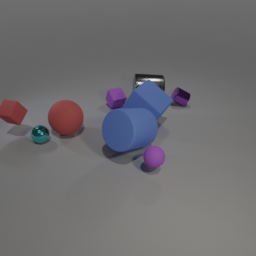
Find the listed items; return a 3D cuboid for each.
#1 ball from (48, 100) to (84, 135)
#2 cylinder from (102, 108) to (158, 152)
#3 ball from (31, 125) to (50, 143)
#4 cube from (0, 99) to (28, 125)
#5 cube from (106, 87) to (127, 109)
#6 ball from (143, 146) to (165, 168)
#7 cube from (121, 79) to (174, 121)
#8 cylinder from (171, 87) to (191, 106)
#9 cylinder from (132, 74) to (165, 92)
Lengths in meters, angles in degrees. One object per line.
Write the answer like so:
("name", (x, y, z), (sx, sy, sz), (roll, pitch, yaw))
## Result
("ball", (-2.479, -0.427, 11.182), (1.400, 1.400, 1.400), (0, 30, 0))
("cylinder", (0.073, 0.031, 9.550), (1.400, 1.400, 1.400), (23, 18, 33))
("ball", (-3.405, 0.237, 10.852), (0.700, 0.700, 0.700), (0, 30, 0))
("cube", (-4.450, -0.607, 10.755), (0.700, 0.700, 0.700), (9, 66, 23))
("cube", (-0.582, -1.435, 13.468), (0.700, 0.700, 0.700), (-16, 63, -25))
("ball", (0.838, 0.919, 8.951), (0.700, 0.700, 0.700), (0, 30, 0))
("cube", (0.754, -0.892, 11.596), (1.400, 1.400, 1.400), (41, 41, 5))
("cylinder", (2.558, -1.527, 13.630), (0.700, 0.700, 0.700), (25, 27, -14))
("cylinder", (0.978, -1.916, 13.676), (1.400, 1.400, 1.400), (2, 30, -5))
